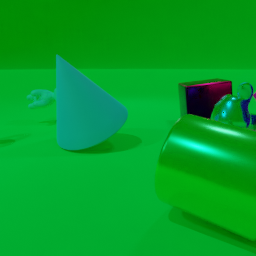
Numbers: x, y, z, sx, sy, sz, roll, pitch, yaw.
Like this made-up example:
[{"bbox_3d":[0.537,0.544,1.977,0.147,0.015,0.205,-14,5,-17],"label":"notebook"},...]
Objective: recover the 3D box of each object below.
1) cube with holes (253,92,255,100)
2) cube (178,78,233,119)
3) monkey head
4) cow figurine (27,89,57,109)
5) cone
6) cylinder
[{"bbox_3d":[3.232,-0.515,4.813,1.195,1.195,1.195,-13,-24,-14],"label":"cube with holes"},{"bbox_3d":[2.076,-0.671,7.620,1.173,1.173,1.173,-7,13,2],"label":"cube"},{"bbox_3d":[2.043,-0.129,5.197,1.023,1.423,0.857,12,13,-1],"label":"monkey head"},{"bbox_3d":[-2.230,-0.853,8.022,1.096,0.612,1.114,-10,0,-33],"label":"cow figurine"},{"bbox_3d":[-1.045,-0.709,5.629,1.648,1.654,1.648,-17,32,11],"label":"cone"},{"bbox_3d":[0.974,0.470,2.955,1.041,1.041,1.041,17,20,30],"label":"cylinder"}]
